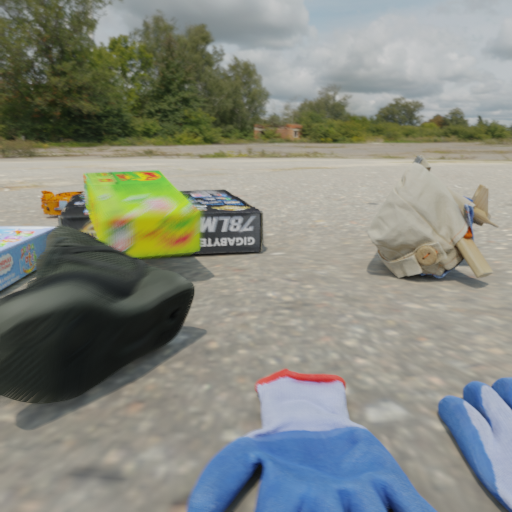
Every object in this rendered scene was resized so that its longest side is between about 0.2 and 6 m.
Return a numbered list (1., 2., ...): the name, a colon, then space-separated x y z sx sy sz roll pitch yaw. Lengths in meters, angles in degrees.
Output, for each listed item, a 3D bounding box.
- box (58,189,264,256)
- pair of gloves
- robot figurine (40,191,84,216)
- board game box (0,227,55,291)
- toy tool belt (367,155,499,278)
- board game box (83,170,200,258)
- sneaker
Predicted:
1. box: -1.781 -0.655 10.165 3.222 0.800 3.198 -4 14 -14
2. pair of gloves: 1.028 1.130 3.088 2.671 0.304 2.148 0 12 4
3. robot figurine: -4.158 -1.316 13.731 2.075 0.604 1.504 -5 15 -24
4. board game box: -4.601 0.013 7.635 3.059 0.560 2.314 1 12 0
5. toy tool belt: 2.656 -0.436 8.217 1.635 1.661 2.661 33 22 9
6. board game box: -1.665 -0.650 7.770 1.177 0.551 2.316 -6 23 -21
7. sneaker: -1.531 0.373 4.365 1.294 0.864 2.259 22 15 17
